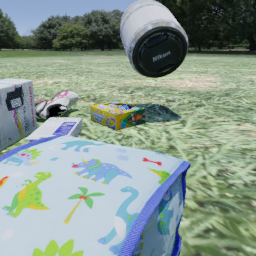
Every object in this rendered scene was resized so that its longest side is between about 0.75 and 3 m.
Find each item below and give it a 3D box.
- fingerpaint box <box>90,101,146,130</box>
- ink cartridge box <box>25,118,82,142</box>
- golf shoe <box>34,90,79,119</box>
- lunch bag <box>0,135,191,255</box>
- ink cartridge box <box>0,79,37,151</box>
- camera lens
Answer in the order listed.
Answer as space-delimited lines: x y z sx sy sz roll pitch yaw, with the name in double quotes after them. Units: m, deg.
-0.380 -0.508 10.152 1.358 0.597 1.627 -13 22 -35 "fingerpaint box"
-2.122 0.166 8.341 1.118 0.441 2.249 1 16 3 "ink cartridge box"
-2.666 -0.827 10.996 1.053 0.830 2.286 25 34 25 "golf shoe"
-0.700 1.148 3.230 2.276 1.706 2.677 8 10 23 "lunch bag"
-3.698 -0.440 8.119 0.971 1.709 2.345 4 18 12 "ink cartridge box"
0.883 -3.354 10.468 2.161 2.161 2.702 -4 44 -11 "camera lens"
